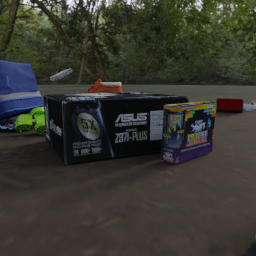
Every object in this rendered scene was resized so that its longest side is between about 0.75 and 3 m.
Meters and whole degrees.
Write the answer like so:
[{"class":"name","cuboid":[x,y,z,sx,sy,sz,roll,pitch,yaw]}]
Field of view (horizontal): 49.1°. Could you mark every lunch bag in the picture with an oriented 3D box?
[{"class":"lunch bag","cuboid":[-3.925,-0.958,8.858,1.807,1.760,2.660,-16,5,16]}]

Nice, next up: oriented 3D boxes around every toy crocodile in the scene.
[{"class":"toy crocodile","cuboid":[-2.037,-0.153,7.743,2.020,0.624,0.682,-6,52,-34]}]

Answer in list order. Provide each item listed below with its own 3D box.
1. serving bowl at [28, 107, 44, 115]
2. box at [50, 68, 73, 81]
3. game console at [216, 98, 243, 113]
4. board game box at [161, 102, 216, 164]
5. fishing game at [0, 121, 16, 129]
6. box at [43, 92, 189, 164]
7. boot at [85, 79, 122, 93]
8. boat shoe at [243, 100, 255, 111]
[{"class":"serving bowl","cuboid":[-3.462,-0.634,10.913,0.962,0.316,0.962,-1,11,0]},{"class":"box","cuboid":[-2.793,-2.234,11.739,0.692,0.183,0.887,-38,21,-30]},{"class":"game console","cuboid":[4.348,-0.982,11.944,1.050,0.623,0.905,5,12,23]},{"class":"board game box","cuboid":[1.177,0.046,5.326,1.251,1.034,0.355,-10,14,-42]},{"class":"fishing game","cuboid":[-3.193,-0.124,8.231,1.648,0.256,1.180,-7,9,-30]},{"class":"box","cuboid":[-0.354,-0.177,6.219,2.641,1.137,2.162,-5,11,-24]},{"class":"boot","cuboid":[-1.484,-1.235,11.211,2.677,1.435,1.004,-3,12,-6]},{"class":"boat shoe","cuboid":[5.651,-1.031,12.609,1.099,0.468,0.406,-3,11,-17]}]
